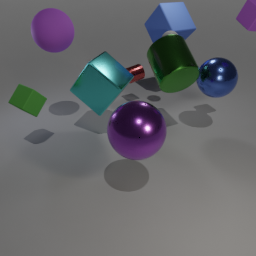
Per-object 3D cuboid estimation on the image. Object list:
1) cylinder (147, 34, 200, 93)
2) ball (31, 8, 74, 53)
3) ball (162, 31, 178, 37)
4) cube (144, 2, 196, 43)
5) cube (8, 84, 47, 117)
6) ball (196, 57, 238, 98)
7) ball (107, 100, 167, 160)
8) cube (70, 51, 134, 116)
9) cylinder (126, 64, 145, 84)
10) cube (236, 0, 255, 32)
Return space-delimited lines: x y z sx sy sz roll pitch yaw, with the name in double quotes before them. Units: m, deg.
"cylinder" 1.497 -2.129 9.378 1.400 1.400 1.400 -10 64 -18
"ball" -2.494 -3.231 9.318 1.400 1.400 1.400 0 30 0
"ball" 1.633 -3.395 10.825 0.700 0.700 0.700 0 30 0
"cube" 1.838 -4.481 12.353 1.400 1.400 1.400 -18 -10 -30
"cube" -3.164 -0.870 8.867 0.700 0.700 0.700 22 81 27
"ball" 3.117 -1.761 9.833 1.400 1.400 1.400 0 30 0
"ball" 0.207 0.055 6.588 1.400 1.400 1.400 0 30 0
"cube" -0.899 -1.578 9.876 1.400 1.400 1.400 41 36 -5
"cylinder" 0.284 -2.428 12.515 0.700 0.700 0.700 -24 37 -21
"cube" 3.983 -3.508 8.737 0.700 0.700 0.700 -6 52 -27
